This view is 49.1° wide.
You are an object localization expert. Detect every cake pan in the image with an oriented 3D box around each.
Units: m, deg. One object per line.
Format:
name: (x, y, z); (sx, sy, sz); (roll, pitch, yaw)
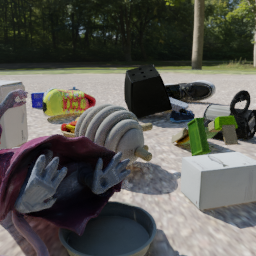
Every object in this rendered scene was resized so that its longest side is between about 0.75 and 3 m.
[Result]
cake pan: (-0.239, 1.265, 3.395); (1.168, 0.214, 1.168); (0, 15, 0)

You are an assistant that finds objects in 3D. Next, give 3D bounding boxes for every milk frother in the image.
milk frother: (2.722, -0.431, 7.683); (1.250, 1.385, 1.302); (-19, 23, -42)

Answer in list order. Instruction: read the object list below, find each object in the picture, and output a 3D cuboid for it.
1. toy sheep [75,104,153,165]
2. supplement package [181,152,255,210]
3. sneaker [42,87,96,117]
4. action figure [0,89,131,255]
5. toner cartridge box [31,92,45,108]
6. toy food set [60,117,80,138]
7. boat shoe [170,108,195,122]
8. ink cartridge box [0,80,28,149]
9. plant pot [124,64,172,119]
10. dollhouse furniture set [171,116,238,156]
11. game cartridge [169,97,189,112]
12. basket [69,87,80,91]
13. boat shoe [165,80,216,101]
toy sheep: (-0.284, 0.167, 5.593); (2.009, 1.385, 1.385); (20, 24, 40)
supplement package: (1.451, 0.793, 4.398); (1.073, 0.630, 0.627); (-4, 15, -16)
sneaker: (-2.141, -0.998, 10.581); (1.206, 1.043, 2.670); (9, 16, 22)
action figure: (-1.412, 0.756, 4.031); (2.850, 1.909, 2.122); (-3, 52, 41)
toner cartridge box: (-3.564, -1.264, 12.360); (1.346, 0.639, 0.291); (-4, 14, -19)
toy food set: (-1.190, -0.035, 8.127); (1.494, 0.367, 1.509); (12, 18, 38)
boat shoe: (1.935, -0.471, 9.621); (0.527, 0.430, 1.253); (8, 11, 39)
ink cartridge box: (-3.753, -0.367, 6.967); (2.202, 1.592, 0.927); (3, 15, 10)
plant pot: (0.609, -1.401, 10.120); (1.515, 1.348, 1.519); (-15, 37, -3)
dollhouse furniture set: (1.761, 0.332, 6.588); (0.998, 0.765, 1.524); (-3, -17, -15)
game cartridge: (1.623, -1.029, 11.316); (1.577, 0.319, 1.051); (22, 16, 16)
basket: (-2.388, -1.354, 12.450); (0.651, 0.825, 0.936); (-6, -3, -23)
boat shoe: (2.705, -1.781, 13.701); (2.965, 1.037, 0.982); (9, 22, 35)
